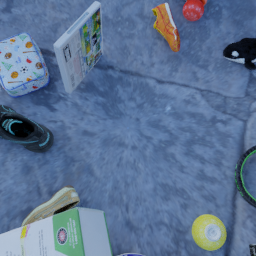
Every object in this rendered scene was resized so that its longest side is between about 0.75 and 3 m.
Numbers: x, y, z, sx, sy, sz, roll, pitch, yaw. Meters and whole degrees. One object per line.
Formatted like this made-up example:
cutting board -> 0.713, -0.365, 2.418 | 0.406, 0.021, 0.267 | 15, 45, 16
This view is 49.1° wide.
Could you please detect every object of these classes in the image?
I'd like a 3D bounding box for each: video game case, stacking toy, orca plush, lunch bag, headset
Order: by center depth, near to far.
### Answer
headset -> 4.280, 1.151, 7.044 | 2.937, 1.380, 1.814 | -8, 72, 9
video game case -> -1.269, -2.139, 7.713 | 0.217, 1.976, 1.801 | 29, 66, 11
lunch bag -> -3.305, -1.912, 8.450 | 1.486, 0.701, 1.855 | -25, 74, -6
orca plush -> 4.094, -2.389, 8.557 | 2.150, 0.764, 1.131 | 17, 72, 6
stacking toy -> 2.372, -4.682, 9.275 | 1.063, 1.063, 2.490 | 19, 77, 6

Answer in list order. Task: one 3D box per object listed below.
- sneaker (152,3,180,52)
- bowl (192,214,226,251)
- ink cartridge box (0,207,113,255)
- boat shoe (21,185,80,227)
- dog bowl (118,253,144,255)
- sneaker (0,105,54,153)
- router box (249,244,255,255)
sneaker -> 1.231, -3.141, 8.985 | 0.697, 0.660, 1.808 | -20, 67, 15
bowl -> 2.088, 2.620, 7.029 | 0.880, 0.474, 0.880 | 0, 71, -1
ink cartridge box -> -1.687, 2.995, 5.776 | 2.669, 1.121, 1.933 | -24, 63, 18
boat shoe -> -1.921, 2.168, 6.974 | 1.651, 0.592, 0.629 | -42, 56, -1
dog bowl -> 0.110, 3.993, 6.328 | 2.079, 0.819, 2.079 | 1, 71, -3
sneaker -> -3.320, -0.170, 7.678 | 2.655, 1.052, 1.001 | 18, 74, 7
router box -> 3.545, 3.437, 6.806 | 0.888, 0.368, 1.185 | -3, 71, -1
